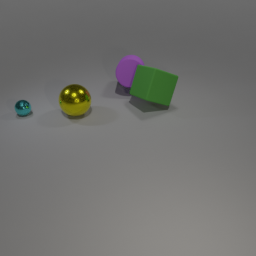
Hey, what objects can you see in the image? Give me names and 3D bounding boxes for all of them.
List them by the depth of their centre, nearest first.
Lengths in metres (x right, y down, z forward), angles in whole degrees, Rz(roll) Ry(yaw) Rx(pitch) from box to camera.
[{"bbox_3d":[-2.284,-1.197,12.086,1.400,1.400,1.400,0,33,0],"label":"ball"},{"bbox_3d":[-4.606,-0.890,12.279,0.700,0.700,0.700,0,33,0],"label":"ball"},{"bbox_3d":[1.150,-1.929,12.633,1.400,1.400,1.400,10,12,-35],"label":"cube"},{"bbox_3d":[0.138,-2.820,13.827,1.400,1.400,1.400,2,21,2],"label":"cylinder"}]
